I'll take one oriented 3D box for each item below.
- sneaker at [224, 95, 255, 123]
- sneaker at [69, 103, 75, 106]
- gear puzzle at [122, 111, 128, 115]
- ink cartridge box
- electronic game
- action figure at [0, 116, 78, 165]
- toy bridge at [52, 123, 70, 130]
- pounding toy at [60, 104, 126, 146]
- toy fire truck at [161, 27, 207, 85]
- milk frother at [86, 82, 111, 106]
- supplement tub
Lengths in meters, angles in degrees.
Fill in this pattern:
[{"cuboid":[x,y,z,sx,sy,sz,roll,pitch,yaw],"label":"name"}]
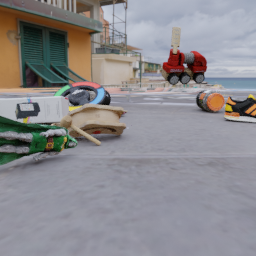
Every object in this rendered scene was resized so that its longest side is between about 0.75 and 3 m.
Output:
[{"cuboid":[5.157,-0.784,11.233,2.443,1.099,0.854,4,11,22],"label":"sneaker"},{"cuboid":[-2.808,-0.978,14.365,0.497,0.463,1.253,5,13,-32],"label":"sneaker"},{"cuboid":[-0.912,-0.706,13.388,0.986,0.249,1.904,-10,11,-34],"label":"gear puzzle"},{"cuboid":[-3.424,-0.649,10.434,2.227,0.922,1.623,-3,4,-3],"label":"ink cartridge box"},{"cuboid":[-2.459,-1.563,14.095,2.753,0.573,2.753,-4,40,4],"label":"electronic game"},{"cuboid":[-1.878,0.299,5.795,1.932,1.141,0.528,1,29,-46],"label":"action figure"},{"cuboid":[-2.288,-0.074,9.788,0.563,0.228,1.675,3,10,20],"label":"toy bridge"},{"cuboid":[-1.047,0.078,8.110,2.150,1.233,1.229,4,-22,-34],"label":"pounding toy"},{"cuboid":[1.346,-1.727,6.689,1.027,1.167,0.751,-5,35,-13],"label":"toy fire truck"},{"cuboid":[-2.269,-1.589,16.071,1.711,1.642,1.819,-12,-27,-51],"label":"milk frother"},{"cuboid":[4.359,-1.444,14.871,1.116,1.116,1.821,-1,10,-3],"label":"supplement tub"}]
